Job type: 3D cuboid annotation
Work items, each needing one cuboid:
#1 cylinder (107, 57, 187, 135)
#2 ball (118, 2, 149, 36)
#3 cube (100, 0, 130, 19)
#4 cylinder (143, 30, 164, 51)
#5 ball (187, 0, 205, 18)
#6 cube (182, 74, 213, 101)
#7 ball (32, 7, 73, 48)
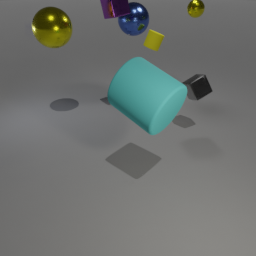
[{"bbox_3d":[0.464,-0.775,6.801,1.400,1.400,1.400,38,43,21],"label":"cylinder"},{"bbox_3d":[0.246,-4.806,12.387,1.400,1.400,1.400,0,28,0],"label":"ball"},{"bbox_3d":[-0.446,-4.242,9.731,0.700,0.700,0.700,-27,28,-27],"label":"cube"},{"bbox_3d":[1.111,-3.778,12.088,0.700,0.700,0.700,21,22,-9],"label":"cylinder"},{"bbox_3d":[2.752,-4.843,11.358,0.700,0.700,0.700,0,28,0],"label":"ball"},{"bbox_3d":[2.498,-1.477,10.172,0.700,0.700,0.700,-31,17,-5],"label":"cube"},{"bbox_3d":[-2.681,-3.559,9.960,1.400,1.400,1.400,0,28,0],"label":"ball"}]
